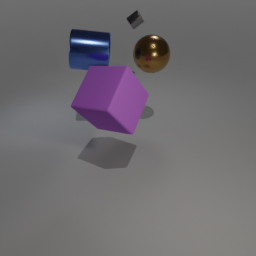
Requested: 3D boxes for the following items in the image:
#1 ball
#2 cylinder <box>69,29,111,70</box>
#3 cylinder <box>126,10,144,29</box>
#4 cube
[{"bbox_3d":[0.880,-2.760,10.475,1.400,1.400,1.400,0,30,0],"label":"ball"},{"bbox_3d":[-1.377,-2.804,10.185,1.400,1.400,1.400,4,30,-7],"label":"cylinder"},{"bbox_3d":[0.390,-5.714,14.792,0.700,0.700,0.700,-32,26,17],"label":"cylinder"},{"bbox_3d":[-0.478,-0.800,8.038,1.400,1.400,1.400,9,68,35],"label":"cube"}]
